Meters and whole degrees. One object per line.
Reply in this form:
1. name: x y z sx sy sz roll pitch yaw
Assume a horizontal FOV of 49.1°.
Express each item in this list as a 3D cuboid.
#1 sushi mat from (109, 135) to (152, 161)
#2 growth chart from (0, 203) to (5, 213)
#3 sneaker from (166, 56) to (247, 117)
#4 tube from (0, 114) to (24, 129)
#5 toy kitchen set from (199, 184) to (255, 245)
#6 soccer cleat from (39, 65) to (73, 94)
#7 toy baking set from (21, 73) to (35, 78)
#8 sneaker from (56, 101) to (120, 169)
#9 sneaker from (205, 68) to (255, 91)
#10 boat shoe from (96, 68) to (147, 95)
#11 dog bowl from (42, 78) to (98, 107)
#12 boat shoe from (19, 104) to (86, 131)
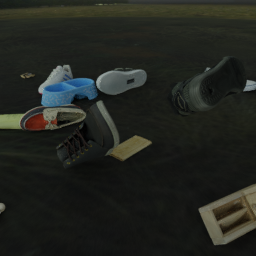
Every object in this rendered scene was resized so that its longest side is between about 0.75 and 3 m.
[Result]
1. sushi mat: 0.060 0.577 8.316 0.646 0.082 1.351 22 34 36
2. growth chart: -4.022 1.731 5.647 2.774 0.246 2.007 16 31 19
3. sneaker: 1.627 -0.869 5.933 2.176 0.832 1.247 -32 13 -37
4. tube: -4.352 -0.214 9.487 1.981 0.514 0.575 -1 -12 9
5. toy kitchen set: 2.591 1.677 4.799 1.609 1.784 1.455 -14 71 -25
6. soccer cleat: -3.374 -2.279 12.925 0.821 1.015 2.351 9 29 17
7. toy baking set: -5.380 -2.796 14.985 0.656 0.099 0.855 -20 33 -40
8. sneaker: -1.010 0.326 6.517 1.326 2.497 0.934 -22 71 -16
9. sneaker: 4.741 -2.311 13.125 2.492 0.882 0.910 12 29 23
10. boat shoe: -0.418 -2.211 12.908 0.933 1.036 2.929 24 28 38
11. dog bowl: -2.459 -1.551 11.921 2.552 0.633 1.423 -22 34 -38
12. boat shoe: -2.477 -0.317 9.401 2.199 0.783 0.688 -16 33 -37
